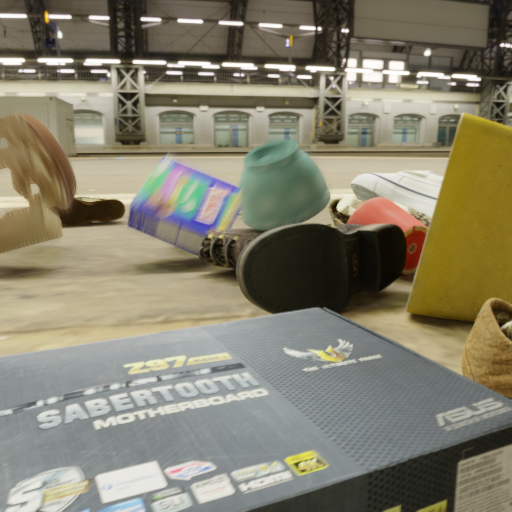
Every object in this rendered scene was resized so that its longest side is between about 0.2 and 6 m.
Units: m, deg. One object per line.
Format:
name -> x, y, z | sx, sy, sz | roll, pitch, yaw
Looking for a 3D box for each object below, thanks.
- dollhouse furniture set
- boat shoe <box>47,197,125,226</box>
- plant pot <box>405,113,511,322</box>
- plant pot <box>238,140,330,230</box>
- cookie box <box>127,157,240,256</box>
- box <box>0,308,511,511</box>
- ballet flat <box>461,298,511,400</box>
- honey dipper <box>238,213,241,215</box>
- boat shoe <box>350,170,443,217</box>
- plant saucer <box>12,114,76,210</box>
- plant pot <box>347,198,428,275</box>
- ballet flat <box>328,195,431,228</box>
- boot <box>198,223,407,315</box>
dollhouse furniture set -> -3.647, -0.987, 8.383 | 1.073, 1.615, 1.416 | -15, -19, 0
boat shoe -> -3.808, -0.975, 12.319 | 1.772, 0.649, 0.574 | 1, 2, -19
plant pot -> 2.987, -0.331, 6.313 | 1.868, 2.117, 2.118 | 17, 17, 17
plant pot -> 0.295, -1.034, 7.573 | 1.261, 0.845, 1.261 | -14, 29, 8
cookie box -> -1.072, -0.754, 8.826 | 1.465, 0.551, 1.253 | 23, 48, 1
box -> -0.159, 0.977, 3.086 | 2.564, 0.654, 2.022 | -5, 12, -25
ballet flat -> 2.488, 0.756, 3.592 | 0.816, 0.870, 2.406 | -14, 19, -38
honey dipper -> -0.590, -0.976, 13.202 | 1.073, 0.204, 0.204 | -1, 12, 14
boat shoe -> 3.035, -0.974, 10.239 | 1.117, 1.230, 3.345 | -38, 32, -5
plant saucer -> -3.625, -1.647, 9.666 | 0.303, 1.762, 1.762 | -36, 31, -31
plant pot -> 1.944, -0.236, 8.066 | 1.041, 1.041, 0.921 | -7, 24, -29
ballet flat -> 1.985, -0.604, 9.507 | 0.990, 0.892, 2.630 | 42, -8, -24
boot -> 0.167, 0.042, 7.108 | 2.594, 1.031, 2.979 | 5, 8, 44
